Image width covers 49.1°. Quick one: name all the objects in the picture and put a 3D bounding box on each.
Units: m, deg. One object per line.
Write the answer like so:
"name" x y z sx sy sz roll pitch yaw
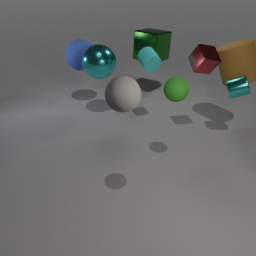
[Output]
"ball" -1.179 -2.696 11.446 1.400 1.400 1.400 0 28 0
"cylinder" 3.917 -1.454 9.968 0.700 0.700 0.700 -16 22 23
"cylinder" 4.174 -2.481 10.640 1.400 1.400 1.400 -17 19 6
"ball" -0.098 -0.645 5.382 0.700 0.700 0.700 0 28 0
"cube" 2.602 -2.340 9.549 0.700 0.700 0.700 1 61 -25
"cylinder" 0.798 -2.577 10.556 0.700 0.700 0.700 -10 49 -19
"ball" -2.154 -3.323 12.780 1.400 1.400 1.400 0 28 0
"cube" 1.217 -4.165 14.101 1.400 1.400 1.400 20 31 29
"ball" 1.347 -1.079 7.820 0.700 0.700 0.700 0 28 0
